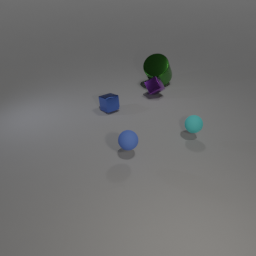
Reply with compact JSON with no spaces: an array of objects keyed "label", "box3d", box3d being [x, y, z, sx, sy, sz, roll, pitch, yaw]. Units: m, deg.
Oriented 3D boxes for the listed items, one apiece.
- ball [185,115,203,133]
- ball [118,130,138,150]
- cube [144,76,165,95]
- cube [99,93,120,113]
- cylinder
[{"label":"ball","box3d":[2.545,-0.151,10.837,0.700,0.700,0.700,0,30,0]},{"label":"ball","box3d":[0.008,0.418,9.595,0.700,0.700,0.700,0,30,0]},{"label":"cube","box3d":[1.393,-2.184,14.534,0.700,0.700,0.700,-27,-9,24]},{"label":"cube","box3d":[-0.889,-1.200,13.281,0.700,0.700,0.700,-21,27,-31]},{"label":"cylinder","box3d":[1.680,-3.210,15.636,1.400,1.400,1.400,12,-10,20]}]
